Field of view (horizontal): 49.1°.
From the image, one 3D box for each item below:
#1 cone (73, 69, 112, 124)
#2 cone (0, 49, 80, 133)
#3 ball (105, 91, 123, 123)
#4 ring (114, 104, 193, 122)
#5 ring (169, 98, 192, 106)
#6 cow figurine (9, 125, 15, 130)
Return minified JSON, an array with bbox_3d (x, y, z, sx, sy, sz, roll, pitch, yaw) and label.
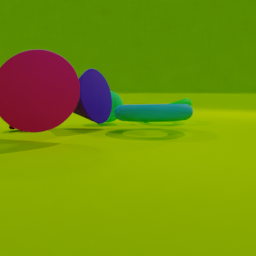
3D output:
[{"bbox_3d":[-1.418,-0.741,7.605,1.442,1.437,1.437,-8,3,28],"label":"cone"},{"bbox_3d":[-2.060,-0.970,5.836,1.615,1.615,1.621,-5,27,-32],"label":"cone"},{"bbox_3d":[-0.650,-0.666,8.724,0.996,0.996,0.996,0,8,0],"label":"ball"},{"bbox_3d":[0.625,-0.394,6.984,1.943,0.389,1.943,-1,5,0],"label":"ring"},{"bbox_3d":[1.252,-0.591,9.257,1.740,0.348,1.740,-18,2,1],"label":"ring"},{"bbox_3d":[-2.643,-0.235,7.546,1.041,0.571,1.024,0,11,-10],"label":"cow figurine"}]
